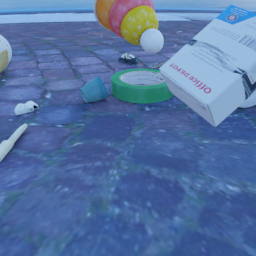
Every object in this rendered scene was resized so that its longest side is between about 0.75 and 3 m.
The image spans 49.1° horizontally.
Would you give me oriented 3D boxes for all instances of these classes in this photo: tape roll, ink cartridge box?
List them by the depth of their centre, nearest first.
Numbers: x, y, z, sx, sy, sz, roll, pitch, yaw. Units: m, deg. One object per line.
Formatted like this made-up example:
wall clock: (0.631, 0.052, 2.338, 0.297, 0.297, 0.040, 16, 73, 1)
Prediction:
ink cartridge box: (1.967, -1.317, 5.793, 2.135, 0.899, 1.544, -41, 50, -1)
tape roll: (0.569, -1.641, 10.602, 2.408, 0.579, 2.408, 0, 27, 0)

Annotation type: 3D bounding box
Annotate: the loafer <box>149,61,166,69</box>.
loafer: (1.454, -3.084, 13.642, 0.893, 0.281, 0.321, -10, 29, -18)

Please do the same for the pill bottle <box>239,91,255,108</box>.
pill bottle: (3.562, -2.029, 10.170, 1.642, 1.642, 2.956, -8, 29, -14)

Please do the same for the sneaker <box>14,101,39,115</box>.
sneaker: (-3.258, -0.634, 8.996, 0.383, 0.328, 0.879, 19, 34, 23)

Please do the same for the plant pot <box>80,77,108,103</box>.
plant pot: (-1.215, -1.262, 9.752, 0.765, 0.814, 0.814, -27, 35, -15)

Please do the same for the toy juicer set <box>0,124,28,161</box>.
toy juicer set: (-4.000, 0.302, 6.688, 2.958, 0.805, 1.882, -8, 29, -15)

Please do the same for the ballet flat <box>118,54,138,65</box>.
ballet flat: (0.001, -3.581, 14.400, 0.489, 0.489, 1.340, -24, 36, -38)

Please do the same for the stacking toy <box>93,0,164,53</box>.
stacking toy: (0.229, -3.170, 8.448, 1.965, 1.965, 2.690, -12, 55, -21)

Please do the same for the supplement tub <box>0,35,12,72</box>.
supplement tub: (-6.191, -3.013, 11.835, 1.842, 1.842, 2.547, 1, 28, 2)
